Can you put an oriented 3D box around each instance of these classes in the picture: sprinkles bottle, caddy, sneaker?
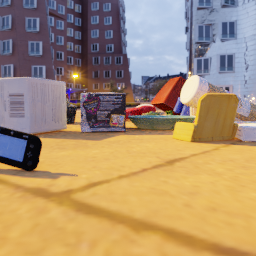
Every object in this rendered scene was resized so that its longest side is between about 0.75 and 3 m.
[{"bbox_3d":[3.130,-0.751,9.162,2.840,0.969,0.969,20,-2,-19],"label":"sprinkles bottle"},{"bbox_3d":[3.097,-0.941,13.489,1.791,0.940,1.266,10,23,-35],"label":"caddy"},{"bbox_3d":[0.411,-0.766,16.626,2.516,0.986,1.453,-12,11,10],"label":"sneaker"}]

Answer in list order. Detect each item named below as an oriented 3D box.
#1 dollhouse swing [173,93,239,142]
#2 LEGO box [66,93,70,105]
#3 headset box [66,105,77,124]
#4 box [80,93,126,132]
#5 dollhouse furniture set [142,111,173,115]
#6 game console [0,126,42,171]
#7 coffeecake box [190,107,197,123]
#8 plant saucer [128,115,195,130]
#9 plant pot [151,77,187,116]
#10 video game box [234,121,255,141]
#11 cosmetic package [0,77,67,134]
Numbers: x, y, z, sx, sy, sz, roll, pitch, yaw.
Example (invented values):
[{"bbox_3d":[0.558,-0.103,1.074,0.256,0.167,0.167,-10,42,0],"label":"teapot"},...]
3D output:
[{"bbox_3d":[2.062,-0.293,7.444,1.393,1.225,1.266,-3,5,-21],"label":"dollhouse swing"},{"bbox_3d":[-4.723,-1.132,15.494,2.580,0.996,1.921,-15,-8,42],"label":"LEGO box"},{"bbox_3d":[-3.011,-0.644,13.810,0.443,0.955,0.832,22,18,34],"label":"headset box"},{"bbox_3d":[-0.933,-0.642,10.581,1.605,1.393,2.429,0,5,-5],"label":"box"},{"bbox_3d":[1.485,-0.476,13.518,1.569,0.606,0.784,-5,-4,-36],"label":"dollhouse furniture set"},{"bbox_3d":[-2.022,0.122,4.069,1.742,1.027,0.210,13,7,14],"label":"game console"},{"bbox_3d":[4.269,-0.516,11.614,2.056,0.978,2.678,-4,6,-42],"label":"coffeecake box"},{"bbox_3d":[1.357,-0.238,11.323,2.723,0.489,2.723,1,4,0],"label":"plant saucer"},{"bbox_3d":[2.852,-1.719,15.864,2.084,1.838,2.086,27,-3,-15],"label":"plant pot"},{"bbox_3d":[3.856,0.072,7.694,1.845,0.432,1.681,1,9,7],"label":"video game box"},{"bbox_3d":[-3.367,-0.738,9.483,1.748,1.758,2.101,1,4,20],"label":"cosmetic package"}]
